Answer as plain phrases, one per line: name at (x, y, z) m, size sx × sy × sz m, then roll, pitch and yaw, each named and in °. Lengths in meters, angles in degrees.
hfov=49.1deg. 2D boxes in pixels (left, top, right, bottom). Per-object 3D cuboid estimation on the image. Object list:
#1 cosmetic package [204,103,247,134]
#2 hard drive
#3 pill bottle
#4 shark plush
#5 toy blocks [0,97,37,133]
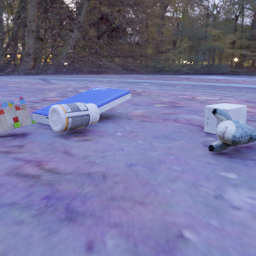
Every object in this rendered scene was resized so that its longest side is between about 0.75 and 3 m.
cosmetic package at (2.769, -0.261, 7.953) m, size 0.931 × 0.768 × 0.768 m, roll -9°, pitch 15°, yaw -37°
hard drive at (-1.550, -0.798, 9.771) m, size 1.928 × 0.371 × 2.923 m, roll 11°, pitch 30°, yaw 39°
pill bottle at (-1.484, -0.326, 7.831) m, size 0.751 × 0.751 × 1.291 m, roll 13°, pitch 16°, yaw 43°
shark plush at (2.614, 0.256, 6.184) m, size 2.063 × 0.937 × 0.859 m, roll 19°, pitch -6°, yaw -35°
toy blocks at (-3.182, -0.372, 7.630) m, size 1.186 × 0.810 × 0.592 m, roll -17°, pitch 5°, yaw -19°
